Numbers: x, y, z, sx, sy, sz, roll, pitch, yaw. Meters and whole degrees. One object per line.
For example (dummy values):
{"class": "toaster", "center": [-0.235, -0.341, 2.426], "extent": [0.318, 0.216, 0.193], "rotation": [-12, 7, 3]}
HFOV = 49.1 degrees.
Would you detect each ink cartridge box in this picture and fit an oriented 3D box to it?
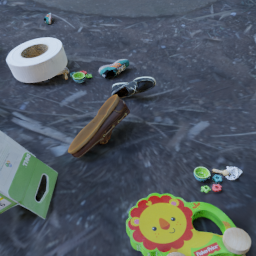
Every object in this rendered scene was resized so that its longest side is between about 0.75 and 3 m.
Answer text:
{"class": "ink cartridge box", "center": [-3.040, 0.958, 6.408], "extent": [0.831, 2.803, 1.455], "rotation": [-32, 31, 23]}

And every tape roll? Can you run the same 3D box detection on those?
{"class": "tape roll", "center": [-3.420, -2.605, 10.611], "extent": [2.124, 0.743, 2.124], "rotation": [-6, 44, 6]}

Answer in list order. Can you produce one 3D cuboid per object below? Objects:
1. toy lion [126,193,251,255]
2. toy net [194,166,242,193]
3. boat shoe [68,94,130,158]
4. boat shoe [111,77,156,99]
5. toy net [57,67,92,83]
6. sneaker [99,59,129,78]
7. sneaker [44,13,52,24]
{"class": "toy lion", "center": [1.128, 2.211, 6.073], "extent": [2.164, 0.743, 2.074], "rotation": [-15, 39, -15]}
{"class": "toy net", "center": [2.398, 1.237, 7.211], "extent": [1.349, 0.261, 0.708], "rotation": [-10, 37, -11]}
{"class": "boat shoe", "center": [-0.748, 0.055, 8.037], "extent": [2.215, 0.779, 0.780], "rotation": [-49, 28, -17]}
{"class": "boat shoe", "center": [0.176, -1.307, 9.465], "extent": [1.580, 0.567, 0.534], "rotation": [-11, 36, 18]}
{"class": "toy net", "center": [-2.146, -2.142, 10.664], "extent": [1.549, 0.299, 0.813], "rotation": [26, 51, 24]}
{"class": "sneaker", "center": [-0.444, -2.209, 10.669], "extent": [1.284, 0.458, 0.513], "rotation": [-25, 56, -18]}
{"class": "sneaker", "center": [-4.042, -5.527, 14.077], "extent": [0.364, 0.325, 0.912], "rotation": [-2, 46, -8]}
